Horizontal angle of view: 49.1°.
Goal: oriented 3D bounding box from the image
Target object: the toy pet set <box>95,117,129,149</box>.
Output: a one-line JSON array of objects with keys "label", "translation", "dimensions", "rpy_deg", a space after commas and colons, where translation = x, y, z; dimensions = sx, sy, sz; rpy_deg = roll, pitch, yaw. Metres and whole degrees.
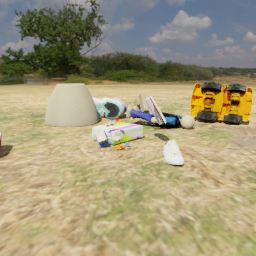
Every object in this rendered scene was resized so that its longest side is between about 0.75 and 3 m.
[{"label": "toy pet set", "translation": [-0.507, 0.297, 8.536], "dimensions": [0.890, 0.953, 0.506], "rpy_deg": [-20, -18, -3]}]

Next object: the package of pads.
[{"label": "package of pads", "translation": [-0.360, 0.145, 9.527], "dimensions": [1.127, 0.498, 1.459], "rpy_deg": [10, 15, 42]}]

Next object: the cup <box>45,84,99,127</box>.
[{"label": "cup", "translation": [-2.545, -1.112, 12.680], "dimensions": [2.436, 1.742, 2.436], "rpy_deg": [0, 12, 0]}]

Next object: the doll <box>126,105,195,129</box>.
[{"label": "doll", "translation": [1.364, -0.397, 11.729], "dimensions": [2.847, 0.690, 1.943], "rpy_deg": [13, 7, 24]}]

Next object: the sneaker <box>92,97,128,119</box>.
[{"label": "sneaker", "translation": [-1.307, -1.130, 14.736], "dimensions": [2.941, 1.143, 2.057], "rpy_deg": [15, 14, 21]}]

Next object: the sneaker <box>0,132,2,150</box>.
[{"label": "sneaker", "translation": [-3.924, 0.455, 7.866], "dimensions": [0.635, 0.536, 1.453], "rpy_deg": [3, 14, -20]}]

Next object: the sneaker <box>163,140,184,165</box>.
[{"label": "sneaker", "translation": [1.142, 0.604, 7.266], "dimensions": [0.429, 0.499, 1.180], "rpy_deg": [0, 13, -9]}]

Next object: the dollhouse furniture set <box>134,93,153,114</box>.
[{"label": "dollhouse furniture set", "translation": [1.040, -1.137, 14.133], "dimensions": [1.052, 1.228, 1.291], "rpy_deg": [-3, -24, -16]}]

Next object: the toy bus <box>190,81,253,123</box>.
[{"label": "toy bus", "translation": [4.498, -1.060, 13.290], "dimensions": [2.593, 1.760, 2.490], "rpy_deg": [8, -2, 25]}]

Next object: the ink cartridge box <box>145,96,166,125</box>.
[{"label": "ink cartridge box", "translation": [0.839, -0.521, 8.632], "dimensions": [0.271, 0.919, 1.148], "rpy_deg": [-30, 3, 10]}]

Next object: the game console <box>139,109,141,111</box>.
[{"label": "game console", "translation": [1.091, -0.938, 15.951], "dimensions": [1.038, 0.720, 1.216], "rpy_deg": [-32, 13, 0]}]
